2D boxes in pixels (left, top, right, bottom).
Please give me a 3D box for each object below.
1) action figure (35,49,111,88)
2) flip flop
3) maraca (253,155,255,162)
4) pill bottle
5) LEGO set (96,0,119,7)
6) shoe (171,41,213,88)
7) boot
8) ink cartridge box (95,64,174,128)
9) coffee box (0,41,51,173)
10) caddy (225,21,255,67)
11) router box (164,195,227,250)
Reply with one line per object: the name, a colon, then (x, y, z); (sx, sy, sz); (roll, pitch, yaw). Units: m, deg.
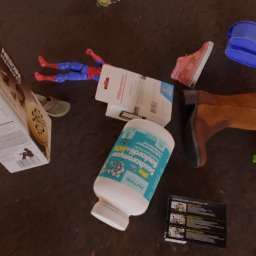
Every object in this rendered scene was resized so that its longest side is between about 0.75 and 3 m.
action figure: (-1.522, -1.935, 8.903); (2.929, 1.450, 0.956); (6, 74, 0)
flip flop: (-2.522, -0.782, 8.852); (1.460, 0.420, 0.592); (20, 65, 10)
maraca: (4.010, 0.835, 8.008); (0.867, 0.464, 0.594); (-24, 42, -8)
pill bottle: (0.082, 1.188, 7.261); (1.472, 1.472, 2.657); (23, 66, 11)
LEGO set: (-0.919, -5.858, 11.185); (1.896, 1.429, 2.466); (38, 71, -14)
shoe: (2.173, -2.299, 9.471); (0.881, 0.692, 1.938); (26, 69, 8)
boot: (2.980, 0.006, 8.401); (2.707, 0.927, 2.549); (3, 55, -6)
ink cartridge box: (0.147, -0.900, 8.382); (2.251, 0.764, 1.306); (16, 62, -12)
coffee box: (-2.417, -0.351, 5.504); (0.926, 2.320, 1.311); (-15, 47, 3)
caddy: (4.214, -2.872, 9.452); (1.832, 1.295, 0.962); (24, 72, 11)
router box: (1.753, 2.427, 7.232); (1.502, 0.383, 1.120); (9, 63, 5)
